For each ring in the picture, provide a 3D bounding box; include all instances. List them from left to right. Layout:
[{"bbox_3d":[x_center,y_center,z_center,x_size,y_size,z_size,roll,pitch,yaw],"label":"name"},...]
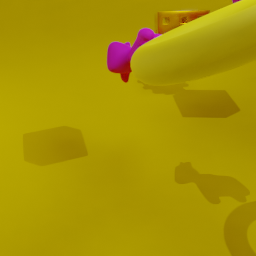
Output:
[{"bbox_3d":[0.910,-0.926,2.766,1.886,0.377,1.886,-22,17,7],"label":"ring"}]

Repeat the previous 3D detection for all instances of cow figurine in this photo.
[{"bbox_3d":[0.319,-1.118,4.450,1.299,0.713,1.278,3,1,-6],"label":"cow figurine"}]

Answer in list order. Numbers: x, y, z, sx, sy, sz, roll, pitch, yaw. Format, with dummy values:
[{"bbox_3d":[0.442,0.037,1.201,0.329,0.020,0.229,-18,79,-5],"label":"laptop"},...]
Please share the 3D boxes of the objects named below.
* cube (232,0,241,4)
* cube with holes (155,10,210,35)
[{"bbox_3d":[2.174,-2.033,4.135,0.889,0.889,0.889,9,60,44],"label":"cube"},{"bbox_3d":[1.351,-2.391,7.357,1.225,1.225,1.225,-1,20,3],"label":"cube with holes"}]
